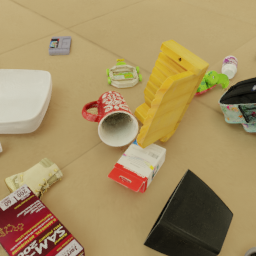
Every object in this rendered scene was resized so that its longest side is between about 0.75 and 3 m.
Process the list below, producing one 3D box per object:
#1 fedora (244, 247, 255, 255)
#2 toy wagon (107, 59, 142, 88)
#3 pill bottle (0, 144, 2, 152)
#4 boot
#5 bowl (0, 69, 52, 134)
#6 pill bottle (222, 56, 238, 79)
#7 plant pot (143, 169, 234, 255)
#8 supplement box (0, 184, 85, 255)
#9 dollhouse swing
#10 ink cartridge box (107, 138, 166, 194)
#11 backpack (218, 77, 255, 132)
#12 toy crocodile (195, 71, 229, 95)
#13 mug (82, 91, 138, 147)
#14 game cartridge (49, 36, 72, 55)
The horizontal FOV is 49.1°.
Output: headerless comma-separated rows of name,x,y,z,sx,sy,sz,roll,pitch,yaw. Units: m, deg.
fedora,3.045,3.087,6.181,0.441,0.863,0.976,0,53,-49
toy wagon,-0.198,-2.329,11.846,1.392,0.355,1.794,-5,44,-6
pill bottle,-4.599,0.681,8.502,1.333,0.747,0.747,-19,48,-18
boot,-2.334,1.662,7.599,1.415,0.662,1.820,-31,49,-27
bowl,-4.151,-0.833,9.812,2.892,1.081,2.896,0,44,0
pill bottle,4.314,-2.559,11.895,0.609,0.609,1.085,12,46,12
plant pot,1.455,2.217,6.492,1.401,1.576,1.579,31,51,13
supplement box,-2.054,2.349,6.051,2.139,0.651,1.164,36,53,25
dollhouse swing,0.757,-1.038,8.383,2.283,2.597,2.360,-11,45,-39
ink cartridge box,0.274,1.154,8.123,1.016,0.588,1.749,23,49,21
backpack,4.235,-0.845,9.251,2.188,1.647,1.942,1,36,50
toy crocodile,2.667,-1.617,10.860,2.672,0.825,0.902,-19,7,-17
mug,-0.537,-0.511,8.704,1.184,1.576,1.775,-39,29,12
game cartridge,-3.306,-4.041,13.656,0.999,0.296,1.541,0,44,-6
